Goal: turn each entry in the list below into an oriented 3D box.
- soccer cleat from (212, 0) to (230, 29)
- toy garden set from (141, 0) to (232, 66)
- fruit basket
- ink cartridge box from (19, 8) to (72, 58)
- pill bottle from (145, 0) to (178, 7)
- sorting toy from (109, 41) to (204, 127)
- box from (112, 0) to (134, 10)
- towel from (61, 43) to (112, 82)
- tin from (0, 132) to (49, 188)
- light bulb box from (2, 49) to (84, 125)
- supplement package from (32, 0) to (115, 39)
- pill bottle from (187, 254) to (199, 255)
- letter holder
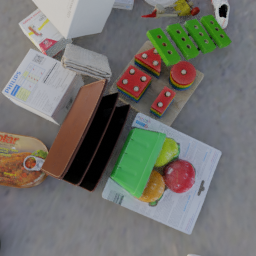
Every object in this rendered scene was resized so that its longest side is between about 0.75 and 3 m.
[{"bbox_3d":[3.143,-4.105,9.402,0.546,0.678,1.592,2,75,0],"label":"soccer cleat"},{"bbox_3d":[1.632,-3.122,8.884,2.686,0.536,2.239,-23,75,-26],"label":"toy garden set"},{"bbox_3d":[0.986,1.254,7.843,2.750,1.289,2.547,25,80,-13],"label":"fruit basket"},{"bbox_3d":[-2.698,-3.125,9.182,1.016,0.584,1.400,-42,79,-10],"label":"ink cartridge box"},{"bbox_3d":[1.249,-5.433,9.435,1.312,1.312,2.337,10,75,3],"label":"pill bottle"},{"bbox_3d":[0.913,-1.490,8.642,2.210,0.769,2.196,34,77,9],"label":"sorting toy"},{"bbox_3d":[-0.411,-5.146,9.753,1.475,0.389,1.892,9,80,2],"label":"box"},{"bbox_3d":[-1.208,-1.933,8.196,1.390,2.098,0.362,17,115,-15],"label":"towel"},{"bbox_3d":[-3.549,0.892,8.145,2.682,0.561,1.501,10,79,2],"label":"tin"},{"bbox_3d":[-2.480,-1.208,8.432,1.648,1.028,1.633,26,77,7],"label":"light bulb box"},{"bbox_3d":[-1.897,-4.365,8.697,1.597,1.617,2.666,-30,73,-42],"label":"supplement package"},{"bbox_3d":[1.759,3.823,7.362,0.483,0.483,0.872,9,75,2],"label":"pill bottle"},{"bbox_3d":[-0.924,0.237,7.385,1.341,1.896,2.667,30,75,-25],"label":"letter holder"}]
